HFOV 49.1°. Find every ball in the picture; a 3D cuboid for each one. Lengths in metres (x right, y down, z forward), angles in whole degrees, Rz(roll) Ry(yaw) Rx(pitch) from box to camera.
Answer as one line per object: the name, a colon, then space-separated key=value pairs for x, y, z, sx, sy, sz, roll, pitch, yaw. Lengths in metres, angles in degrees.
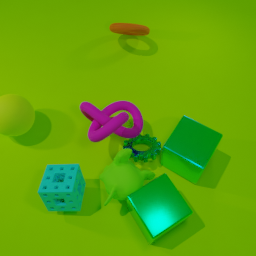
ball: x=-3.434 y=-0.375 z=8.331 sx=1.269 sy=1.269 sz=1.269 roll=0 pitch=62 yaw=0

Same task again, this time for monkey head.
monkey head: x=-0.053 y=1.256 z=7.415 sx=1.807 sy=1.300 sz=1.089 roll=-21 pitch=60 yaw=-37

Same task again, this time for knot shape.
knot shape: x=-0.509 y=-0.175 z=7.737 sx=1.885 sy=0.871 sz=1.763 roll=8 pitch=22 yaw=2

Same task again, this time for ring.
ring: x=0.058 y=-3.517 z=10.004 sx=1.454 sy=1.454 sz=0.291 roll=6 pitch=104 yaw=3

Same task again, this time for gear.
gear: x=0.410 y=0.564 z=8.169 sx=1.098 sy=0.203 sz=1.098 roll=-1 pitch=35 yaw=1

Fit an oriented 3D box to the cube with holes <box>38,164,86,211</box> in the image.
cube with holes: x=-1.682 y=1.557 z=7.307 sx=0.865 sy=0.865 sz=0.865 roll=-2 pitch=42 yaw=7

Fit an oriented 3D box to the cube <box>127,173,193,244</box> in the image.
cube: x=0.745 y=2.060 z=7.093 sx=1.157 sy=1.157 sz=1.157 roll=-28 pitch=65 yaw=-14

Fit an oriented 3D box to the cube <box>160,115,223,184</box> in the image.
cube: x=1.726 y=0.616 z=7.815 sx=1.191 sy=1.191 sz=1.191 roll=29 pitch=66 yaw=17
